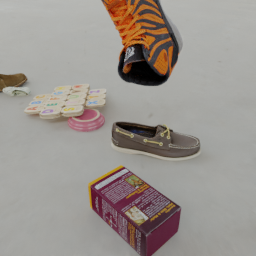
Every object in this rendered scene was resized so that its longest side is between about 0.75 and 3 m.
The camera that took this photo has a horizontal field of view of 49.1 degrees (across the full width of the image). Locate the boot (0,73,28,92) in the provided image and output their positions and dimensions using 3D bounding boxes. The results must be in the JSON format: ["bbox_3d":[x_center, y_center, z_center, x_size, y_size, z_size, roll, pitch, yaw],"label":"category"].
[{"bbox_3d":[-4.188,-1.549,8.883,1.966,0.742,0.724,-21,36,-32],"label":"boot"}]

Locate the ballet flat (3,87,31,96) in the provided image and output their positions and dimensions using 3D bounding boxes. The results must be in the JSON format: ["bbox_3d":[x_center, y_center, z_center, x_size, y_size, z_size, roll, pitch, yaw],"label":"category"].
[{"bbox_3d":[-3.450,-1.105,8.636,0.859,0.298,0.298,-2,32,-4],"label":"ballet flat"}]

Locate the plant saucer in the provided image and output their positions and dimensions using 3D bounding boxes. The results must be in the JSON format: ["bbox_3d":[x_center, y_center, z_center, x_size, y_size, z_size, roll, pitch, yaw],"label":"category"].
[{"bbox_3d":[-1.084,-0.251,7.264,0.963,0.244,0.963,0,32,0],"label":"plant saucer"}]

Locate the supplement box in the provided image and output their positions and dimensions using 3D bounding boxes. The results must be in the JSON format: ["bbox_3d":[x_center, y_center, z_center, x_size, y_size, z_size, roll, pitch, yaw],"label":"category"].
[{"bbox_3d":[0.068,1.278,4.496,0.759,0.589,1.375,-26,40,-35],"label":"supplement box"}]

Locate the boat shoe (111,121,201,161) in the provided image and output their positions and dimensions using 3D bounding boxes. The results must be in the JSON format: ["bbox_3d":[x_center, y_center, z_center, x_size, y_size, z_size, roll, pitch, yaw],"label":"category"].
[{"bbox_3d":[0.613,0.233,6.154,2.006,0.597,0.720,7,33,10],"label":"boat shoe"}]

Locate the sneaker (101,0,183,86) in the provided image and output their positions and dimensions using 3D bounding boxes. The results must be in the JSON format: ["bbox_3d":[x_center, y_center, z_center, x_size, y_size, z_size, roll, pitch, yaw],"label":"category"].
[{"bbox_3d":[0.070,-1.510,4.105,0.850,2.192,1.228,-17,41,42],"label":"sneaker"}]

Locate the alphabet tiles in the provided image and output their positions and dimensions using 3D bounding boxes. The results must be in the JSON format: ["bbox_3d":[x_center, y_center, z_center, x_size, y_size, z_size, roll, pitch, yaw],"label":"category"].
[{"bbox_3d":[-1.718,-0.820,7.978,2.191,0.163,2.240,-6,27,1],"label":"alphabet tiles"}]
